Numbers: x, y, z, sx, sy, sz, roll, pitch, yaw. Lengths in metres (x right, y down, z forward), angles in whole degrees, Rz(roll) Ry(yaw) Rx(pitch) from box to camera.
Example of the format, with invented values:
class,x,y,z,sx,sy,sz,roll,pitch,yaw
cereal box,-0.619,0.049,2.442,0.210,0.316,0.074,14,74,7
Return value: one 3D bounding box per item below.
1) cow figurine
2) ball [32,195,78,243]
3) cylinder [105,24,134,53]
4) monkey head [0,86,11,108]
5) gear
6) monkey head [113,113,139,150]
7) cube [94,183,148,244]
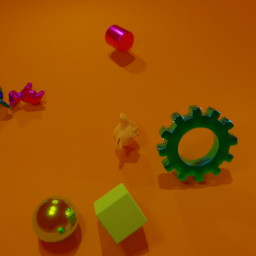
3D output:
class,x,y,z,sx,sy,sz,roll,pitch,yaw
cow figurine,-3.416,-1.005,9.333,1.038,1.021,0.570,32,21,-18
ball,-1.690,2.115,6.524,1.056,1.056,1.056,0,52,0
cylinder,-0.329,-3.455,10.820,0.829,0.829,0.829,-34,54,-24
monkey head,-4.431,-1.139,8.779,0.931,1.111,1.544,-37,90,-24
gear,1.783,0.429,7.300,2.023,2.023,0.374,-5,20,-4
monkey head,-0.151,0.055,8.028,0.739,0.882,1.227,-30,26,19
cube,-0.194,1.941,6.481,0.846,0.846,0.846,-34,98,-6
